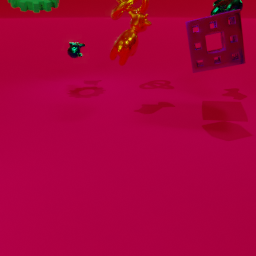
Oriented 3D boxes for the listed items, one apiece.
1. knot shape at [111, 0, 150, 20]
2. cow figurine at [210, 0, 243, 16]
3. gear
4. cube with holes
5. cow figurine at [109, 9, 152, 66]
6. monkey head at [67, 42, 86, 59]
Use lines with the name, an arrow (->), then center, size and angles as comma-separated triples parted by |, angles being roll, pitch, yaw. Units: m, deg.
knot shape -> 0.045, -4.674, 9.975 | 1.674, 1.567, 0.774 | -17, -28, 33
cow figurine -> 3.189, -3.885, 8.909 | 1.265, 0.706, 1.285 | -52, 24, -13
gear -> -2.991, -4.139, 8.896 | 1.536, 0.284, 1.536 | 6, 45, -6
cube with holes -> 2.393, -2.380, 7.781 | 1.330, 1.330, 1.330 | -8, 15, 17
cow figurine -> 0.063, -2.575, 7.904 | 0.733, 1.314, 1.336 | 31, 50, 1
monkey head -> -2.172, -3.291, 11.890 | 0.780, 0.654, 1.085 | -14, 25, -36
